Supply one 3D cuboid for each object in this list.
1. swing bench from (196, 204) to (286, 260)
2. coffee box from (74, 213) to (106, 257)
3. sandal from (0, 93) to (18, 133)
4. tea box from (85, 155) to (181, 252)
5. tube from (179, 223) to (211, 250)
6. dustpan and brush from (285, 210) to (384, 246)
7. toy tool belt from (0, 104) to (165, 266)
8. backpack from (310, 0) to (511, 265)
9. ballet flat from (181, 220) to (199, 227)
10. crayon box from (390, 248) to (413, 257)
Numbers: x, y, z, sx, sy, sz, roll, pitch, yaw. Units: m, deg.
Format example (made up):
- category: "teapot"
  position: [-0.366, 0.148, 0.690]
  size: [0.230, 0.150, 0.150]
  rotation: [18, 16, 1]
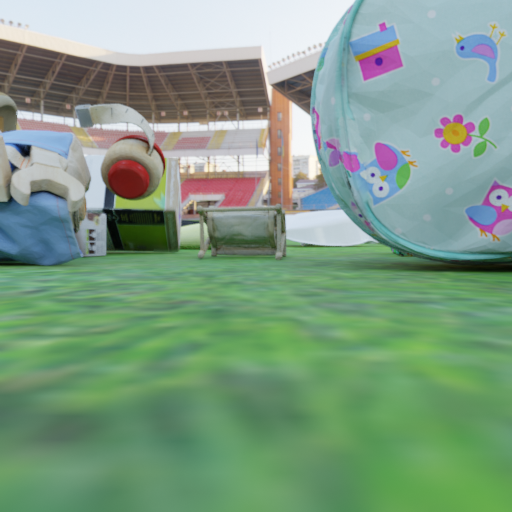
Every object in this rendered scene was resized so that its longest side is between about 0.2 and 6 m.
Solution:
- category: "swing bench"
  position: [-0.156, -0.302, 7.305]
  size: [1.055, 0.688, 1.061]
  rotation: [0, 2, 6]
- category: "coffee box"
  position: [-2.798, -0.279, 7.307]
  size: [0.888, 0.627, 1.571]
  rotation: [1, 2, 21]
- category: "sandal"
  position: [-3.793, -1.091, 8.396]
  size: [0.716, 2.650, 1.064]
  rotation: [23, 31, 8]
- category: "tea box"
  position: [-1.897, -0.774, 8.774]
  size: [1.409, 0.957, 1.432]
  rotation: [2, -25, -6]
- category: "tube"
  position: [-1.345, -0.361, 10.895]
  size: [2.188, 0.568, 0.635]
  rotation: [-4, -38, 28]
- category: "dustpan and brush"
  position: [2.152, -0.542, 13.047]
  size: [3.253, 0.931, 2.270]
  rotation: [-6, 12, 11]
- category: "toy tool belt"
  position: [-2.320, -0.489, 5.502]
  size: [2.708, 1.691, 1.664]
  rotation: [-3, 37, 2]
- category: "backpack"
  position: [2.832, -1.570, 5.178]
  size: [4.593, 3.832, 2.907]
  rotation: [-5, 5, 15]
- category: "ballet flat"
  position: [-1.440, -0.430, 13.052]
  size: [2.663, 0.756, 0.885]
  rotation: [-7, 29, -28]
- category: "crayon box"
  position: [3.196, -0.343, 8.151]
  size: [2.319, 0.676, 1.378]
  rotation: [0, 3, 9]
